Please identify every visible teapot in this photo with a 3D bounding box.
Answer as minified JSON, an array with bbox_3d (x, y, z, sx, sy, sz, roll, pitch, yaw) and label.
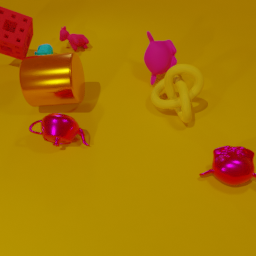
[{"bbox_3d":[-2.758,-2.398,9.162,0.558,0.709,1.140,8,7,-9],"label":"teapot"},{"bbox_3d":[-1.624,0.102,6.807,1.501,0.933,0.735,12,70,-12],"label":"teapot"}]

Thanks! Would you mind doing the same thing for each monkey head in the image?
[{"bbox_3d":[0.903,-2.157,8.524,0.949,1.575,1.133,-10,20,-10],"label":"monkey head"},{"bbox_3d":[2.322,0.841,6.252,1.401,1.008,0.844,3,82,15],"label":"monkey head"}]

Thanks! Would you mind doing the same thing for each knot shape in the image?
[{"bbox_3d":[1.340,-0.996,7.294,0.708,1.434,1.533,-13,51,-40],"label":"knot shape"}]

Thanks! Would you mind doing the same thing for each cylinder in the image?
[{"bbox_3d":[-1.997,-1.297,7.610,1.366,1.366,1.366,-4,46,6],"label":"cylinder"}]

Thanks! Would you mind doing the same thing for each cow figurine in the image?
[{"bbox_3d":[-1.971,-3.247,10.077,0.947,0.520,0.932,-21,68,-36],"label":"cow figurine"}]

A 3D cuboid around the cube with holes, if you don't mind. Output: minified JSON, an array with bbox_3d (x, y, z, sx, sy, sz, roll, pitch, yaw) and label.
[{"bbox_3d":[-3.607,-2.895,8.682,1.021,1.021,1.021,16,75,-14],"label":"cube with holes"}]
